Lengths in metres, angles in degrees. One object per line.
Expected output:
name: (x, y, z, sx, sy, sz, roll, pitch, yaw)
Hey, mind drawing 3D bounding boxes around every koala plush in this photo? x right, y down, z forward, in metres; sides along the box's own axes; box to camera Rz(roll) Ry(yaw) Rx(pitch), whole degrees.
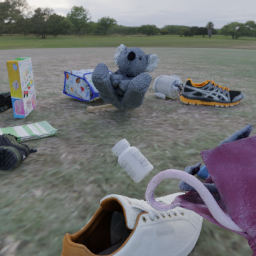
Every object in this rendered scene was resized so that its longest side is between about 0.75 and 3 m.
koala plush: (0.011, -2.212, 11.300, 2.221, 2.504, 2.301, 14, -22, 9)

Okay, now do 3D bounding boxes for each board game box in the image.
board game box: (-4.242, -1.678, 11.309, 0.436, 2.165, 1.656, -1, 20, -1)

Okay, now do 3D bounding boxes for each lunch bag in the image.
lunch bag: (-1.665, -2.064, 13.500, 2.327, 1.441, 1.978, 27, 31, 37)

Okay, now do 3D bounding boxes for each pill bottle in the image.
pill bottle: (0.077, 0.696, 6.067, 0.899, 0.514, 0.514, 48, 38, 14)

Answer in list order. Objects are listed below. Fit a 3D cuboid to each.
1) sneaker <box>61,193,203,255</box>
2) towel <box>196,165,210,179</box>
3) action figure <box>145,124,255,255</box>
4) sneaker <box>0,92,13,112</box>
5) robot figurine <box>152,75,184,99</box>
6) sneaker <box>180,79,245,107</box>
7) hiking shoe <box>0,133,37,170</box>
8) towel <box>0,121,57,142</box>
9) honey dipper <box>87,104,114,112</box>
sneaker: (0.280, 1.434, 4.207, 1.030, 1.198, 2.830, 16, 24, 41)
towel: (2.052, 1.099, 6.547, 0.823, 0.200, 0.460, 17, 27, 38)
action figure: (1.842, 1.296, 3.416, 2.049, 1.843, 2.752, -11, 56, -28)
sneaker: (-5.494, -1.113, 12.049, 0.878, 0.835, 2.215, -6, 9, 24)
robot figurine: (1.998, -2.078, 14.051, 1.539, 1.025, 1.815, -47, 40, -18)
sneaker: (3.864, -1.627, 12.746, 2.864, 1.106, 1.121, 2, 18, 1)
hiking shoe: (-3.518, 0.523, 7.527, 2.081, 0.788, 1.048, 18, 18, 20)
towel: (-3.425, 0.113, 9.242, 1.831, 0.214, 1.396, -13, 23, -31)
honey dipper: (-0.666, -0.948, 11.995, 2.240, 0.425, 0.425, -13, 24, -22)
